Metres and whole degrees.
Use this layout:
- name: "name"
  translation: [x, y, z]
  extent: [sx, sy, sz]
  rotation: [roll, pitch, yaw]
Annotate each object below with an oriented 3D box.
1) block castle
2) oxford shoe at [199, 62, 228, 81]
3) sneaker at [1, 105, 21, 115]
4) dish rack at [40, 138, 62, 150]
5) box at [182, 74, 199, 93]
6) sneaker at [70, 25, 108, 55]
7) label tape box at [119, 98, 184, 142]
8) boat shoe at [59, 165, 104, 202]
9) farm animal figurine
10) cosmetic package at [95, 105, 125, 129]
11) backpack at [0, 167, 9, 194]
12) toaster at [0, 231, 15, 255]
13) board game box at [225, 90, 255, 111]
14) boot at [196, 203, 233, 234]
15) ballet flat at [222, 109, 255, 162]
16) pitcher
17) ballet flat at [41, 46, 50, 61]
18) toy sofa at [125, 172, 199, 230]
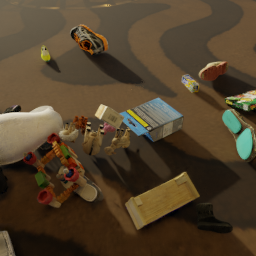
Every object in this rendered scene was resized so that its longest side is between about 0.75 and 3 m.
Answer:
- name: "block castle"
  translation: [-2.151, 1.128, 7.997]
  extent: [1.320, 0.927, 1.976]
  rotation: [-39, 47, -1]
- name: "oxford shoe"
  translation: [3.923, -2.699, 13.286]
  extent: [1.937, 0.686, 0.715]
  rotation: [-22, 30, -33]
- name: "sneaker"
  translation: [-4.658, -0.596, 10.960]
  extent: [0.409, 0.354, 0.935]
  rotation: [8, 33, 29]
- name: "dish rack"
  translation: [-2.905, 0.263, 9.877]
  extent: [0.895, 0.318, 1.167]
  rotation: [-28, 48, -28]
- name: "box"
  translation: [2.794, -2.004, 12.572]
  extent: [0.326, 0.356, 1.015]
  rotation: [-12, 42, -15]
- name: "sneaker"
  translation: [-2.381, -4.875, 15.521]
  extent: [2.823, 1.105, 1.090]
  rotation: [31, 57, 33]
- name: "label tape box"
  translation: [0.774, -0.227, 10.202]
  extent: [2.013, 0.637, 1.451]
  rotation: [-23, 45, -25]
- name: "boat shoe"
  translation: [-1.390, 1.654, 8.148]
  extent: [1.706, 0.486, 0.570]
  rotation: [28, 83, 37]
- name: "farm animal figurine"
  translation: [-1.005, 0.401, 9.080]
  extent: [2.025, 1.056, 2.003]
  rotation: [15, 13, 6]
- name: "cosmetic package"
  translation: [-0.568, -0.352, 8.356]
  extent: [0.620, 0.419, 1.179]
  rotation: [30, 0, -15]
- name: "backpack"
  translation: [-4.658, 1.424, 7.676]
  extent: [2.015, 1.356, 1.840]
  rotation: [22, 45, 27]
- name: "toaster"
  translation: [-3.044, 2.916, 6.401]
  extent: [0.780, 0.687, 1.208]
  rotation: [-18, 40, -26]
- name: "board game box"
  translation: [5.401, -1.258, 11.454]
  extent: [2.506, 0.294, 1.313]
  rotation: [-16, 26, -19]
- name: "boot"
  translation: [2.246, 2.335, 7.341]
  extent: [0.922, 0.347, 0.689]
  rotation: [7, 40, 9]
- name: "ballet flat"
  translation: [4.069, 0.234, 9.627]
  extent: [0.935, 0.842, 2.484]
  rotation: [17, 35, -17]
- name: "pitcher"
  translation: [-3.508, 0.063, 9.210]
  extent: [2.547, 1.544, 2.185]
  rotation: [-21, 29, -16]
- name: "ballet flat"
  translation: [-4.440, -4.019, 14.943]
  extent: [0.438, 0.439, 1.310]
  rotation: [-12, 41, -14]
- name: "toy sofa"
  translation: [0.899, 1.980, 7.584]
  extent: [1.855, 0.905, 0.768]
  rotation: [-20, 69, -23]
